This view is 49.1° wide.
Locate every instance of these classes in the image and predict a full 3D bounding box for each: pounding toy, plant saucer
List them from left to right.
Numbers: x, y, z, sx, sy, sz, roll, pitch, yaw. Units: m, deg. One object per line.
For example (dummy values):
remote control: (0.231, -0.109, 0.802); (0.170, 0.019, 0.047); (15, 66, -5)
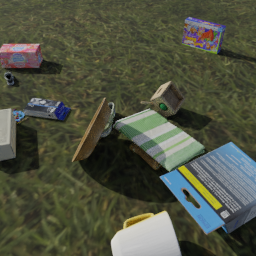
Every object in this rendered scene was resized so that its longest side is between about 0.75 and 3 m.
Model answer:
plant saucer: (-1.157, 0.137, 9.473); (0.426, 2.406, 2.406); (28, 43, -9)
pounding toy: (1.437, -1.117, 11.433); (0.906, 1.173, 1.275); (-18, 29, 54)

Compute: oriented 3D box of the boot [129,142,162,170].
boot: (0.861, 0.785, 9.978); (1.138, 0.430, 1.299); (-40, 55, -24)

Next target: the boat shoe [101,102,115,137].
boat shoe: (-0.893, -0.357, 11.109); (0.619, 0.533, 1.718); (6, 43, 7)

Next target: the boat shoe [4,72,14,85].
boat shoe: (-5.807, -2.503, 13.596); (0.400, 0.370, 1.082); (-14, 44, -15)

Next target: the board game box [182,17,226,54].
board game box: (4.209, -5.200, 15.748); (2.190, 1.473, 0.490); (25, 48, 26)

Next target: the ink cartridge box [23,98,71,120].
ink cartridge box: (-3.380, -0.810, 11.771); (1.742, 0.342, 0.866); (8, 42, 7)

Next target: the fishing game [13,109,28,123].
fishing game: (-4.662, -0.524, 11.590); (0.712, 0.155, 0.995); (-30, 50, -32)

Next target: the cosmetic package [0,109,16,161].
cosmetic package: (-4.741, 0.232, 10.309); (1.058, 0.747, 2.044); (-10, 44, -11)

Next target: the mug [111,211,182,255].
mug: (0.420, 3.022, 7.046); (1.518, 1.849, 1.481); (-15, 76, -3)

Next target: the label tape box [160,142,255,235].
label tape box: (2.690, 1.861, 8.363); (2.939, 0.930, 2.120); (-21, 46, -22)

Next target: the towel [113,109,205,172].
towel: (1.103, 0.325, 10.174); (2.190, 0.336, 2.872); (-21, 47, -40)

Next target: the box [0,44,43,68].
box: (-5.551, -3.744, 14.557); (1.929, 0.913, 0.990); (0, 42, 0)
